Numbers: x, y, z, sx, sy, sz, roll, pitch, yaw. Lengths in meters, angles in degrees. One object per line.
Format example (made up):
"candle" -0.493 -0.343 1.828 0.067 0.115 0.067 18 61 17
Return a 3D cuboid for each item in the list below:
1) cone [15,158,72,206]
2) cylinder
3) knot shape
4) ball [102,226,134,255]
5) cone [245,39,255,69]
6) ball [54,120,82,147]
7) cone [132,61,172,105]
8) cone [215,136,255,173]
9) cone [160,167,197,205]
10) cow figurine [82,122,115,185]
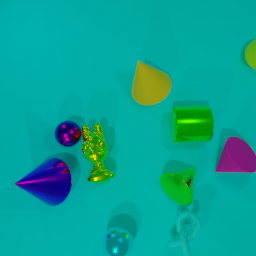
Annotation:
"cone" -2.495 1.473 7.552 1.379 1.384 1.379 -4 81 27
"cylinder" 1.830 -0.108 8.206 1.072 1.072 1.072 -2 81 0
"knot shape" 1.535 2.946 7.563 0.551 1.116 1.192 22 114 -3
"ball" -0.285 3.181 7.715 0.885 0.885 0.885 0 81 0
"cone" 3.957 -2.262 7.859 1.030 1.034 1.030 -1 83 9
"ball" -1.771 0.172 8.303 0.796 0.796 0.796 0 81 0
"cone" 0.494 -1.516 8.044 1.263 1.268 1.263 -10 60 18
"cone" 2.897 1.020 8.095 1.133 1.137 1.133 17 49 -21
"cone" 1.706 1.464 8.187 1.106 1.101 1.101 -36 82 -34
"cow figurine" -0.901 0.820 8.181 0.855 1.533 1.558 -11 43 -4
